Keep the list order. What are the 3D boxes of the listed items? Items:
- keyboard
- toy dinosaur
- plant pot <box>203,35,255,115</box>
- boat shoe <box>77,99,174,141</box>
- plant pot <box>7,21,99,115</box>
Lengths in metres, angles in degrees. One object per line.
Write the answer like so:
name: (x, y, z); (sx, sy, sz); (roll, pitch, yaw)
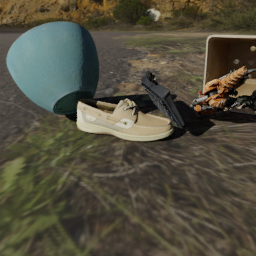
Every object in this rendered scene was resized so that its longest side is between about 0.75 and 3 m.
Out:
keyboard: (0.882, -1.025, 8.559); (0.358, 1.678, 2.794); (-29, 21, 1)
toy dinosaur: (2.841, -0.955, 8.240); (1.826, 1.374, 2.690); (-13, 5, -8)
plant pot: (4.313, -2.150, 10.121); (2.565, 2.568, 2.273); (11, 29, 26)
boat shoe: (-0.120, -0.310, 8.059); (2.900, 0.942, 1.046); (8, 25, 14)
plant pot: (-2.030, -1.532, 8.685); (2.814, 2.814, 1.895); (-15, 68, -31)
